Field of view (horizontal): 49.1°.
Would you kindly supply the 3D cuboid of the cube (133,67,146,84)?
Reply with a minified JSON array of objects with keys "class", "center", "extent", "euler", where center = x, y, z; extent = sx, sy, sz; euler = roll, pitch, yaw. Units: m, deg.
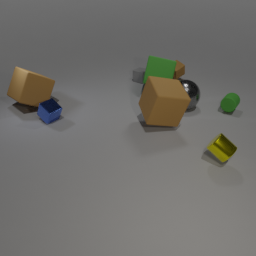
[{"class":"cube","center":[0.752,-3.063,16.319],"extent":[0.700,0.700,0.700],"euler":[20,35,31]}]

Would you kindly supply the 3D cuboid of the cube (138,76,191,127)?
[{"class":"cube","center":[1.403,-1.047,11.160],"extent":[1.400,1.400,1.400],"euler":[4,41,-20]}]

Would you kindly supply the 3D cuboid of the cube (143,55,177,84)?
[{"class":"cube","center":[1.602,-2.881,14.452],"extent":[1.400,1.400,1.400],"euler":[13,13,1]}]

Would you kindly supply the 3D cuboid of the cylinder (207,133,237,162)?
[{"class":"cylinder","center":[3.076,0.644,9.192],"extent":[0.700,0.700,0.700],"euler":[44,41,6]}]

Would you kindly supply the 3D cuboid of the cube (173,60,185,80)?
[{"class":"cube","center":[2.809,-3.375,16.224],"extent":[0.700,0.700,0.700],"euler":[-36,56,-14]}]

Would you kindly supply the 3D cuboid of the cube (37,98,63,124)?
[{"class":"cube","center":[-3.352,-0.718,11.991],"extent":[0.700,0.700,0.700],"euler":[42,44,13]}]

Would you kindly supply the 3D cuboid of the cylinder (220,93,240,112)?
[{"class":"cylinder","center":[4.644,-1.166,12.713],"extent":[0.700,0.700,0.700],"euler":[18,35,28]}]

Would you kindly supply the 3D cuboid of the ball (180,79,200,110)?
[{"class":"ball","center":[2.623,-1.532,12.924],"extent":[1.400,1.400,1.400],"euler":[0,30,0]}]

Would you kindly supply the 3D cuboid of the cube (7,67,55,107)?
[{"class":"cube","center":[-4.490,-1.856,12.962],"extent":[1.400,1.400,1.400],"euler":[26,9,41]}]
